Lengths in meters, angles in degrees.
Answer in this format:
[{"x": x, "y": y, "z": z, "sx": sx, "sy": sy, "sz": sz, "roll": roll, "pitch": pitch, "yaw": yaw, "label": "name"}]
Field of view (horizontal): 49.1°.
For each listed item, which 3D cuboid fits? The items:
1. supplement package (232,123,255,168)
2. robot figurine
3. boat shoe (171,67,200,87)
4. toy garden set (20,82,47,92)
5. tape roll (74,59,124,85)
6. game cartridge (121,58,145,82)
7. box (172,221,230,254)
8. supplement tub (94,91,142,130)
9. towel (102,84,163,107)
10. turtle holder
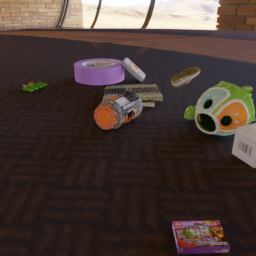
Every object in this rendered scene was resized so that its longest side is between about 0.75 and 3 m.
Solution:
[{"x": 4.167, "y": 0.428, "z": 8.514, "sx": 1.623, "sy": 0.952, "sz": 0.948, "roll": -11, "pitch": 27, "yaw": -22, "label": "supplement package"}, {"x": 4.019, "y": -1.091, "z": 11.554, "sx": 1.991, "sy": 1.152, "sz": 1.747, "roll": 5, "pitch": 43, "yaw": 8, "label": "robot figurine"}, {"x": 2.020, "y": -1.772, "z": 9.783, "sx": 1.068, "sy": 0.365, "sz": 0.399, "roll": -23, "pitch": 49, "yaw": 6, "label": "boat shoe"}, {"x": -5.153, "y": -2.182, "z": 15.037, "sx": 1.037, "sy": 0.248, "sz": 1.244, "roll": 14, "pitch": 29, "yaw": 24, "label": "toy garden set"}, {"x": -1.711, "y": -3.425, "z": 16.830, "sx": 2.962, "sy": 0.972, "sz": 2.962, "roll": -1, "pitch": 24, "yaw": 0, "label": "tape roll"}, {"x": 0.328, "y": -3.434, "z": 16.493, "sx": 1.657, "sy": 0.339, "sz": 1.103, "roll": 41, "pitch": 29, "yaw": -9, "label": "game cartridge"}, {"x": 1.436, "y": 2.178, "z": 5.624, "sx": 0.994, "sy": 0.194, "sz": 0.680, "roll": -1, "pitch": 25, "yaw": -2, "label": "box"}, {"x": -0.366, "y": -0.670, "z": 10.673, "sx": 1.135, "sy": 1.135, "sz": 1.852, "roll": 16, "pitch": 29, "yaw": 31, "label": "supplement tub"}, {"x": 0.214, "y": -1.608, "z": 13.682, "sx": 2.810, "sy": 0.485, "sz": 2.706, "roll": -3, "pitch": 22, "yaw": -1, "label": "towel"}, {"x": 3.118, "y": -0.674, "z": 9.924, "sx": 1.689, "sy": 1.807, "sz": 2.378, "roll": -32, "pitch": 48, "yaw": -23, "label": "turtle holder"}]
